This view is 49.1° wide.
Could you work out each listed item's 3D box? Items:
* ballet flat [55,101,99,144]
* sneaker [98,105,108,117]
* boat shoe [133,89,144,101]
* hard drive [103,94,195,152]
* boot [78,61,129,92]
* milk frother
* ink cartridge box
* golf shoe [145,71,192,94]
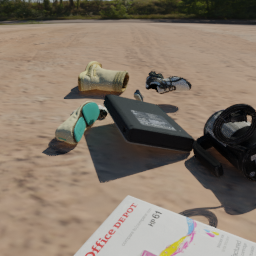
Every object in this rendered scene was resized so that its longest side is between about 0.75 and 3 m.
[{"bbox_3d":[-1.504,-0.214,8.286,0.765,0.765,2.203,5,26,11],"label":"ballet flat"},{"bbox_3d":[-1.131,-0.611,9.508,0.995,0.369,0.440,13,26,5],"label":"sneaker"},{"bbox_3d":[0.390,-1.034,9.676,0.308,0.824,0.255,11,68,28],"label":"boat shoe"},{"bbox_3d":[0.472,-0.230,7.981,1.870,0.441,2.679,10,21,-21],"label":"hard drive"},{"bbox_3d":[-0.916,-2.277,12.351,2.013,0.943,2.589,3,26,8],"label":"boot"},{"bbox_3d":[2.374,0.037,6.376,1.649,1.827,1.718,-10,26,-12],"label":"milk frother"},{"bbox_3d":[0.480,1.881,3.505,2.062,0.873,1.490,13,28,28],"label":"ink cartridge box"},{"bbox_3d":[1.463,-1.526,10.403,1.719,0.668,0.812,14,62,18],"label":"golf shoe"}]
